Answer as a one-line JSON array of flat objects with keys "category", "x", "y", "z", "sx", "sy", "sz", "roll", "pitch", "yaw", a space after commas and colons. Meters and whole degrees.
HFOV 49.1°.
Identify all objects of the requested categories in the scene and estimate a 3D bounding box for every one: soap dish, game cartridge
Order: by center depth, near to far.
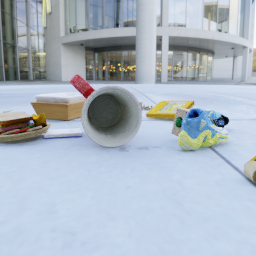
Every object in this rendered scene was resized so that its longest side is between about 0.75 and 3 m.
[{"category": "game cartridge", "x": 2.079, "y": -0.945, "z": 13.806, "sx": 1.900, "sy": 0.308, "sz": 1.675, "roll": 6, "pitch": 32, "yaw": 36}, {"category": "soap dish", "x": -3.094, "y": -1.161, "z": 14.285, "sx": 2.266, "sy": 1.170, "sz": 2.880, "roll": 5, "pitch": 13, "yaw": 25}]

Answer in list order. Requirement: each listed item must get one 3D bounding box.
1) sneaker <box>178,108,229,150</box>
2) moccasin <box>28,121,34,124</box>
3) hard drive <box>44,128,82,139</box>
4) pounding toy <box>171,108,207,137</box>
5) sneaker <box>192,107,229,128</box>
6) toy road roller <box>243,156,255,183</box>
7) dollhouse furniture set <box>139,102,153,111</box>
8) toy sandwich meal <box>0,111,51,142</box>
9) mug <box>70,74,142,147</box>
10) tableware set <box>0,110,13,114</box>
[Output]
[{"category": "sneaker", "x": 2.442, "y": -0.045, "z": 8.700, "sx": 2.268, "sy": 1.191, "sz": 0.859, "roll": -11, "pitch": 16, "yaw": -42}, {"category": "moccasin", "x": -4.203, "y": -0.179, "z": 11.730, "sx": 0.303, "sy": 0.257, "sz": 0.753, "roll": 11, "pitch": 16, "yaw": 43}, {"category": "hard drive", "x": -2.350, "y": 0.190, "z": 10.129, "sx": 1.294, "sy": 0.164, "sz": 0.854, "roll": -3, "pitch": 12, "yaw": -15}, {"category": "pounding toy", "x": 2.014, "y": -0.041, "z": 9.288, "sx": 1.163, "sy": 1.070, "sz": 0.827, "roll": 3, "pitch": 13, "yaw": -36}, {"category": "sneaker", "x": 3.149, "y": -0.306, "z": 10.765, "sx": 1.075, "sy": 0.937, "sz": 2.391, "roll": 14, "pitch": 18, "yaw": 40}, {"category": "toy road roller", "x": 3.114, "y": 0.885, "z": 5.878, "sx": 1.103, "sy": 0.805, "sz": 0.678, "roll": -37, "pitch": 10, "yaw": 6}, {"category": "dollhouse furniture set", "x": 0.974, "y": -1.332, "z": 16.830, "sx": 0.765, "sy": 0.497, "sz": 0.702, "roll": -9, "pitch": 15, "yaw": -37}, {"category": "toy sandwich meal", "x": -3.784, "y": -0.139, "z": 9.729, "sx": 2.268, "sy": 0.777, "sz": 2.268, "roll": -7, "pitch": 11, "yaw": 1}, {"category": "mug", "x": -0.767, "y": -0.781, "z": 9.643, "sx": 1.841, "sy": 2.449, "sz": 2.759, "roll": -17, "pitch": 9, "yaw": -7}, {"category": "tableware set", "x": -6.077, "y": -0.507, "z": 13.162, "sx": 1.083, "sy": 0.328, "sz": 1.638, "roll": -17, "pitch": 9, "yaw": -8}]
